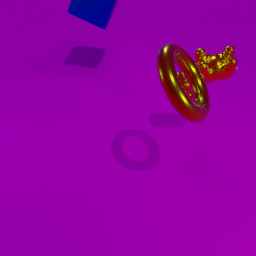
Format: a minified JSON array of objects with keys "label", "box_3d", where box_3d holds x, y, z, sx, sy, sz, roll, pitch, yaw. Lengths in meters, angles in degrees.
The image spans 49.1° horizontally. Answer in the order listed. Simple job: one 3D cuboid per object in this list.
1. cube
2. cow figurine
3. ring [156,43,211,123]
[{"label":"cube","box_3d":[-1.075,-4.527,9.650,1.399,1.399,1.399,22,40,-9]},{"label":"cow figurine","box_3d":[1.907,-1.310,6.844,1.434,1.411,0.787,-5,64,10]},{"label":"ring","box_3d":[1.052,-0.833,5.160,0.313,1.564,1.564,-24,28,34]}]
